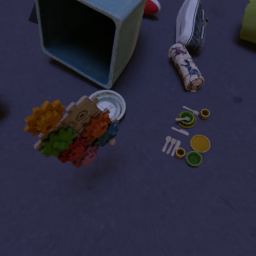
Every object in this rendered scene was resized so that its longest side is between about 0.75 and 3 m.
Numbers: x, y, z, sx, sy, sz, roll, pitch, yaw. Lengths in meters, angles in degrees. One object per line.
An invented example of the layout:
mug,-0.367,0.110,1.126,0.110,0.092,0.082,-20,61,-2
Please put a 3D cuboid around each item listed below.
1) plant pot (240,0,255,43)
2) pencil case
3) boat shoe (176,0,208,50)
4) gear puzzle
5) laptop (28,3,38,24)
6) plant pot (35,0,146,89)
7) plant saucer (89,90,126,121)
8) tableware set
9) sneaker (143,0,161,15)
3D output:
plant pot,5.013,-3.577,9.571,2.015,2.122,2.122,17,63,24
pencil case,1.904,-1.993,9.276,0.632,0.726,1.624,-20,66,-5
boat shoe,2.386,-3.859,10.221,1.001,1.017,2.822,23,61,-14
gear puzzle,-0.944,0.112,5.459,1.481,2.860,0.375,-45,68,-1
laptop,-2.969,-4.549,10.985,1.265,0.783,1.351,21,36,10
plant pot,-0.838,-3.508,8.721,2.737,2.745,2.796,30,58,9
plant saucer,-0.706,-0.593,8.739,1.268,0.318,1.268,0,62,-1
tableware set,1.906,0.169,8.355,1.272,0.290,1.888,25,64,12
sneaker,0.075,-4.584,10.601,2.153,0.767,1.211,27,61,22
